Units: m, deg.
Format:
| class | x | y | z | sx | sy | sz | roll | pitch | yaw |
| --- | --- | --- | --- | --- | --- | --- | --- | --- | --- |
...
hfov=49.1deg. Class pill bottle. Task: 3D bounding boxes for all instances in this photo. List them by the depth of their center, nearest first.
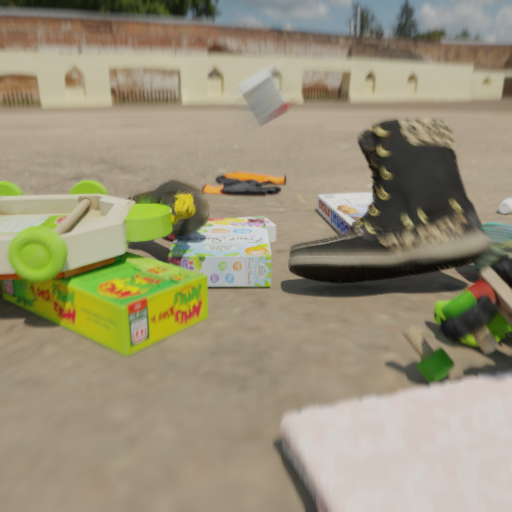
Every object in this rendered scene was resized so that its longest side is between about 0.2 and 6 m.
| class | x | y | z | sx | sy | sz | roll | pitch | yaw |
| --- | --- | --- | --- | --- | --- | --- | --- | --- | --- |
| pill bottle | 5.862 | -1.150 | 12.939 | 0.595 | 0.355 | 0.355 | -18 | 25 | -40 |

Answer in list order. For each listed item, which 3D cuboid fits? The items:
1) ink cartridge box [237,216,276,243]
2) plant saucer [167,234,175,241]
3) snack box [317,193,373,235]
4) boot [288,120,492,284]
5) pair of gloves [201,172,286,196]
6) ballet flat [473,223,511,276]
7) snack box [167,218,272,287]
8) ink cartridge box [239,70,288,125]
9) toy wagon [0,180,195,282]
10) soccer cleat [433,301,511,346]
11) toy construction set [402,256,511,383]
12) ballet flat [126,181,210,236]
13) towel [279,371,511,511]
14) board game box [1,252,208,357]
| class | x | y | z | sx | sy | sz | roll | pitch | yaw |
| --- | --- | --- | --- | --- | --- | --- | --- | --- | --- |
| ink cartridge box | 0.004 | -0.517 | 11.023 | 0.585 | 0.352 | 0.805 | -5 | 20 | -16 |
| plant saucer | -1.337 | -0.498 | 11.097 | 1.066 | 0.270 | 1.066 | 0 | 17 | 0 |
| snack box | 2.285 | -0.716 | 11.457 | 1.310 | 0.443 | 3.645 | -2 | 18 | -6 |
| boot | 1.837 | -0.805 | 8.383 | 2.924 | 2.201 | 1.070 | -7 | -16 | 4 |
| pair of gloves | -0.270 | -2.050 | 15.766 | 2.147 | 0.298 | 2.409 | 3 | 19 | 9 |
| ballet flat | 4.675 | 0.172 | 8.238 | 2.890 | 1.073 | 1.073 | 5 | 19 | 28 |
| snack box | -0.564 | -0.110 | 9.389 | 1.569 | 0.584 | 2.206 | -1 | 19 | -1 |
| ink cartridge box | 0.135 | -2.783 | 9.845 | 0.566 | 0.777 | 0.322 | -26 | 45 | 11 |
| toy wagon | -2.866 | -0.395 | 7.868 | 3.998 | 0.791 | 3.102 | -1 | 19 | -4 |
| soccer cleat | 3.359 | 0.587 | 7.088 | 2.310 | 0.780 | 0.936 | -8 | 16 | -17 |
| toy construction set | 3.590 | 0.641 | 5.425 | 2.984 | 2.293 | 2.489 | -30 | -12 | -30 |
| ballet flat | -1.511 | -0.748 | 9.539 | 0.621 | 0.902 | 2.677 | 1 | -2 | -39 |
| towel | 1.823 | 1.762 | 4.005 | 2.752 | 0.444 | 2.628 | -6 | 18 | -17 |
| board game box | -2.126 | 0.435 | 7.652 | 2.746 | 0.654 | 1.395 | 14 | 23 | 36 |
